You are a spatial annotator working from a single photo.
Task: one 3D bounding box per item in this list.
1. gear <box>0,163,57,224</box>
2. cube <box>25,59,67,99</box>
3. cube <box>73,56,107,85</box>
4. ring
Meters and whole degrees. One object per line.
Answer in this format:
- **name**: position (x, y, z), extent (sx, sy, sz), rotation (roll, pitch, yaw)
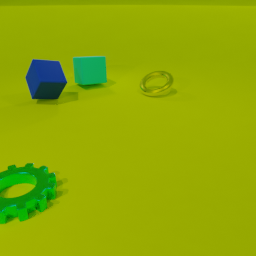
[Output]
- **gear**: position (-2.076, 1.162, 5.244), extent (1.431, 0.265, 1.431), rotation (0, 26, 0)
- **cube**: position (-2.815, -1.649, 9.607), extent (0.968, 0.968, 0.968), rotation (-6, 62, -39)
- **cube**: position (-1.537, -2.330, 11.264), extent (1.039, 1.039, 1.039), rotation (-10, 17, -26)
- **ring**: position (1.069, -1.684, 10.539), extent (1.324, 0.265, 1.324), rotation (-12, 46, 12)
